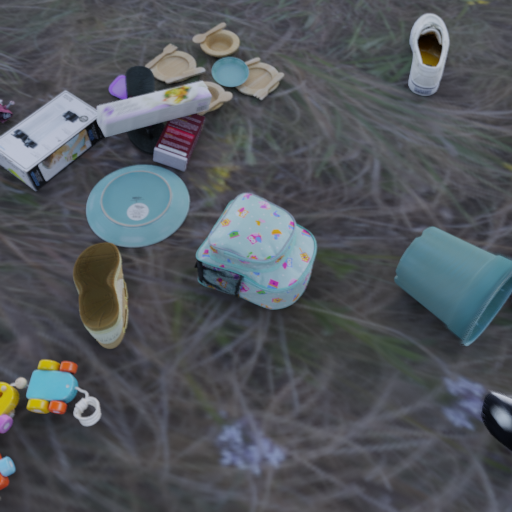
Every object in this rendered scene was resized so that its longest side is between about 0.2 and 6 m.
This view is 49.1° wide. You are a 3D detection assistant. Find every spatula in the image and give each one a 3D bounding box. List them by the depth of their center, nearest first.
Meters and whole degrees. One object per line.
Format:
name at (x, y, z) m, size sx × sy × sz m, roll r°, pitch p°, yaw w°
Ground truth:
spatula at (-2.531, -3.918, 13.661) m, size 2.454 × 0.252 × 0.694 m, roll 19°, pitch 61°, yaw 24°

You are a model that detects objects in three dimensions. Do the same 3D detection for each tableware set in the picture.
tableware set at (-1.074, -4.707, 14.192) m, size 2.623 × 0.364 × 3.140 m, roll -34°, pitch 64°, yaw -19°

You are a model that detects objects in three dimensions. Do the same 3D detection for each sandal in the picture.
sandal at (-2.655, -3.466, 13.046) m, size 0.891 × 0.567 × 2.371 m, roll -10°, pitch 74°, yaw -14°

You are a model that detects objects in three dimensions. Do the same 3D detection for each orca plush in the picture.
orca plush at (4.737, 3.354, 8.629) m, size 2.914 × 1.533 × 1.036 m, roll 35°, pitch 77°, yaw 13°

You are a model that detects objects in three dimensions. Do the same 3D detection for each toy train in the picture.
toy train at (-3.823, 2.865, 9.342) m, size 2.441 × 0.679 × 1.833 m, roll -31°, pitch 64°, yaw -14°

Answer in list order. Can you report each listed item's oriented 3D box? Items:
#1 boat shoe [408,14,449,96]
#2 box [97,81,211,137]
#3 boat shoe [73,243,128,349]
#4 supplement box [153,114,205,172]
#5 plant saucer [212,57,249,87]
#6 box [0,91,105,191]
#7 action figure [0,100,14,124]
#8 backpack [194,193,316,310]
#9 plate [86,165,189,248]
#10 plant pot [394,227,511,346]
boat shoe at (4.426, -5.403, 14.247) m, size 1.014 × 0.998 × 2.859 m, roll 13°, pitch 59°, yaw 8°
box at (-2.236, -3.292, 12.466) m, size 2.568 × 0.532 × 0.497 m, roll -22°, pitch 71°, yaw -23°
boat shoe at (-2.896, 0.708, 10.534) m, size 0.922 × 0.827 × 2.491 m, roll -11°, pitch 39°, yaw -5°
supplement box at (-1.754, -2.690, 12.817) m, size 0.776 × 0.434 × 1.425 m, roll 20°, pitch 60°, yaw -3°
plant saucer at (-0.647, -4.555, 14.018) m, size 0.929 × 0.167 × 0.929 m, roll 1°, pitch 66°, yaw -3°
box at (-4.668, -2.647, 12.725) m, size 1.306 × 0.673 × 2.240 m, roll 33°, pitch 63°, yaw 19°
action figure at (-6.181, -3.502, 13.505) m, size 0.611 × 0.550 × 0.821 m, roll -52°, pitch 51°, yaw 17°
backpack at (0.099, -0.053, 10.621) m, size 2.078 × 1.593 × 1.827 m, roll 27°, pitch 56°, yaw 7°
plate at (-2.558, -1.178, 12.046) m, size 2.234 × 0.285 × 2.234 m, roll 0°, pitch 58°, yaw 0°
plant pot at (3.630, 0.439, 10.317) m, size 1.765 × 1.765 × 1.729 m, roll -40°, pitch 58°, yaw -22°
